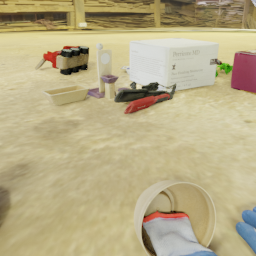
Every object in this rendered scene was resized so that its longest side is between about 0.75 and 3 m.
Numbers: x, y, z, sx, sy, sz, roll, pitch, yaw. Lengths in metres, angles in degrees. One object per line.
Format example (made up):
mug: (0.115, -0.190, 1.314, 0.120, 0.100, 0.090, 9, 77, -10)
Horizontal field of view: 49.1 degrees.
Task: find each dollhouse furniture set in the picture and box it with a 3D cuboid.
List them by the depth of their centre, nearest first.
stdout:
dollhouse furniture set: (-1.332, -1.709, 9.055, 2.561, 1.817, 2.029, -17, 28, -35)

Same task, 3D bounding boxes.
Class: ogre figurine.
ogre figurine: (4.119, -2.991, 13.321, 1.912, 0.938, 1.147, -26, 44, -25)

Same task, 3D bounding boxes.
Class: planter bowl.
planter bowl: (0.497, 1.106, 3.566, 1.014, 1.014, 0.682, -8, 7, -19)

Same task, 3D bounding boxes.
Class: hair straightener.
hair straightener: (0.611, -1.241, 9.019, 2.871, 0.587, 1.105, -23, 64, -43)

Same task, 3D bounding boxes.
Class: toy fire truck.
toy fire truck: (-3.435, -3.475, 14.173, 2.379, 1.531, 2.094, 21, 29, 20)

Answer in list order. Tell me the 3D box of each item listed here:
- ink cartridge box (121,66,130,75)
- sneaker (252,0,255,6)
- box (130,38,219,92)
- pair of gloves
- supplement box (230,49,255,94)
ink cartridge box: (0.531, -2.799, 13.638, 1.693, 0.314, 0.802, 7, 24, 11)
sneaker: (1.853, -2.185, 3.298, 0.875, 2.177, 0.962, -14, 47, 23)
box: (1.800, -2.683, 11.504, 2.602, 1.709, 2.615, -13, 26, -29)
pair of gloves: (1.437, 1.569, 2.990, 2.658, 0.303, 2.137, -1, 24, -13)
supplement box: (5.672, -2.257, 10.820, 2.820, 1.455, 1.846, -14, 26, -30)
